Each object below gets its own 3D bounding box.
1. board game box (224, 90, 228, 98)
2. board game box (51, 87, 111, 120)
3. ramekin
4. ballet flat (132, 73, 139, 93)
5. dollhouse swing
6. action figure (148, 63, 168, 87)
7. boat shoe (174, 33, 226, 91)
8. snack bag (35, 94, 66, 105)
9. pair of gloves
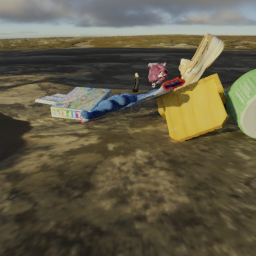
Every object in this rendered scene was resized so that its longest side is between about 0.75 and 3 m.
[{"bbox_3d":[3.107,-1.331,10.593,0.845,0.263,1.119,-25,47,-13],"label":"board game box"},{"bbox_3d":[-1.536,-0.892,9.692,1.392,0.354,2.070,7,28,13],"label":"board game box"},{"bbox_3d":[3.498,-0.558,7.103,1.778,1.778,0.868,0,36,0],"label":"ramekin"},{"bbox_3d":[0.322,-1.844,11.546,0.239,0.840,0.279,-4,27,-15],"label":"ballet flat"},{"bbox_3d":[1.917,-0.368,7.762,1.756,1.543,1.595,-22,-23,19],"label":"dollhouse swing"},{"bbox_3d":[1.287,-2.109,10.992,1.018,0.916,1.367,-8,14,-15],"label":"action figure"},{"bbox_3d":[2.206,-2.112,9.689,0.874,2.526,0.931,38,10,-4],"label":"boat shoe"},{"bbox_3d":[-2.752,-1.178,11.246,1.326,0.151,1.406,9,21,26],"label":"snack bag"},{"bbox_3d":[-0.034,-0.721,7.587,2.963,0.338,2.382,-20,0,-29],"label":"pair of gloves"}]
